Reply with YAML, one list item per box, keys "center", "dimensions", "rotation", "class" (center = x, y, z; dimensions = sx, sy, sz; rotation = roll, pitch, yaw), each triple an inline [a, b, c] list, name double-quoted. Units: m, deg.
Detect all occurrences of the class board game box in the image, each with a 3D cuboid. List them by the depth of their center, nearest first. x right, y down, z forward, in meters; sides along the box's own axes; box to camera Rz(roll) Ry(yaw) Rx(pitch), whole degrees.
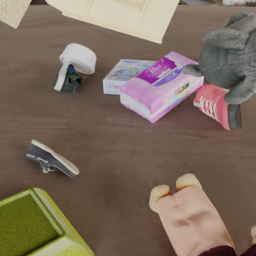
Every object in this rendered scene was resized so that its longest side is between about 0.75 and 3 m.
- center: [0.807, -2.068, 11.362]
  dimensions: [2.956, 0.608, 2.949]
  rotation: [6, 29, 11]
  class: "board game box"

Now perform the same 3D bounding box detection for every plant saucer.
- center: [-1.903, 1.777, 4.475]
  dimensions: [2.027, 0.485, 2.024]
  rotation: [-20, 35, -33]
  class: "plant saucer"

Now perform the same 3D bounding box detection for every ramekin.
- center: [-2.094, -3.018, 12.119]
  dimensions: [1.560, 0.727, 1.560]
  rotation: [19, -9, 3]
  class: "ramekin"

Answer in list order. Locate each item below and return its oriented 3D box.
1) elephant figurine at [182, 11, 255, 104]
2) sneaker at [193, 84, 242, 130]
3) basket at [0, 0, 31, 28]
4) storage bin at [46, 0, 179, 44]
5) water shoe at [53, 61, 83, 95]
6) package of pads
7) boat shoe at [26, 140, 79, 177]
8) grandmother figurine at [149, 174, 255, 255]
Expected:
- center: [1.882, -1.146, 4.303]
  dimensions: [1.552, 1.701, 2.193]
  rotation: [30, 20, 3]
  class: "elephant figurine"
- center: [2.715, -0.675, 8.690]
  dimensions: [1.300, 1.105, 2.998]
  rotation: [-7, 23, 15]
  class: "sneaker"
- center: [-3.179, -3.341, 7.026]
  dimensions: [0.923, 1.147, 1.137]
  rotation: [34, 8, 19]
  class: "basket"
- center: [-0.144, -1.347, 2.594]
  dimensions: [1.048, 0.495, 1.056]
  rotation: [11, 38, -17]
  class: "storage bin"
- center: [-2.313, -1.911, 11.137]
  dimensions: [0.971, 0.880, 2.461]
  rotation: [24, 24, -14]
  class: "water shoe"
- center: [1.091, -1.361, 9.035]
  dimensions: [2.525, 0.955, 1.521]
  rotation: [-38, 53, -22]
  class: "package of pads"
- center: [-1.771, 0.805, 6.458]
  dimensions: [1.590, 0.578, 0.499]
  rotation: [27, 81, 31]
  class: "boat shoe"
- center: [1.230, 1.894, 3.981]
  dimensions: [1.761, 0.879, 2.903]
  rotation: [-30, 32, 7]
  class: "grandmother figurine"
